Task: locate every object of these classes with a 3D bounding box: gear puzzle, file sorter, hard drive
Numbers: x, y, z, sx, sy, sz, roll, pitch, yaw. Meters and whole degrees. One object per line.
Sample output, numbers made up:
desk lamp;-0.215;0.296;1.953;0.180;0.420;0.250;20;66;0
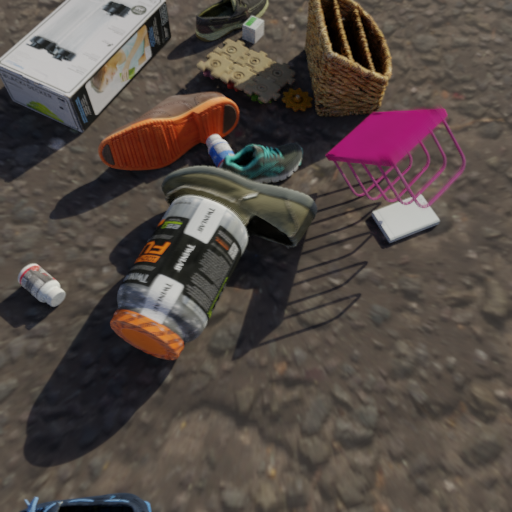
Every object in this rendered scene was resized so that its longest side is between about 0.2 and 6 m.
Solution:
gear puzzle;0.098;-3.740;11.959;2.570;0.337;1.331;31;59;14
file sorter;2.420;-1.658;9.718;1.295;1.169;1.863;-43;26;-11
hard drive;2.742;-0.697;10.300;1.032;0.136;0.681;-21;62;-11

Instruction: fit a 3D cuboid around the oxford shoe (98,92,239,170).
oxford shoe;-1.788;-2.493;10.981;2.835;1.011;1.033;-23;46;-20

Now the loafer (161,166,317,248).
loafer;-0.367;-0.807;9.810;2.793;1.050;0.973;11;67;7

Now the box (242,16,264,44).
box;-0.069;-5.119;12.694;0.344;0.402;0.400;29;63;14

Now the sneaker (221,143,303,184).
sneaker;0.114;-1.777;10.523;1.775;0.810;0.689;-26;61;-16

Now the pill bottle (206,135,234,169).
pill bottle;-0.681;-1.986;10.880;0.426;0.426;0.758;-24;61;-13

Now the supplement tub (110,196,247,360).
supplement tub;-1.219;0.342;8.929;1.463;1.463;2.388;20;61;11

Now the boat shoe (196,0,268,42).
boat shoe;-0.537;-5.615;12.809;1.979;0.650;0.707;-35;70;-14

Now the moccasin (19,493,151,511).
moccasin;-2.617;3.560;7.458;2.326;0.793;0.936;-15;61;-9

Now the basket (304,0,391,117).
basket;1.948;-4.257;11.440;1.650;1.722;2.312;-4;59;-2

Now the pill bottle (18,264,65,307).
pill bottle;-3.597;0.511;9.434;0.773;0.428;0.428;36;66;17

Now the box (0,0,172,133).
box;-3.557;-4.373;11.908;1.961;1.011;3.362;25;63;14
